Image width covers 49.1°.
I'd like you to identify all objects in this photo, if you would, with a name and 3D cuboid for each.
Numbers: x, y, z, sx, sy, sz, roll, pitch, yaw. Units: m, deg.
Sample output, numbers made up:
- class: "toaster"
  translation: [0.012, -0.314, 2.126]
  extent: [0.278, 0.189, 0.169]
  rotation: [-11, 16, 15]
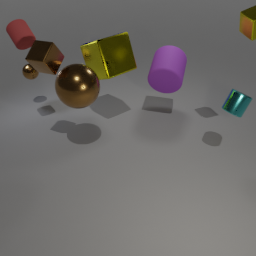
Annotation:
- class: "cylinder"
  translation: [1.621, -2.386, 11.483]
  extent: [1.400, 1.400, 1.400]
  rotation: [9, 57, 13]
- class: "ball"
  translation: [-1.574, -1.307, 8.787]
  extent: [1.400, 1.400, 1.400]
  rotation: [0, 32, 0]
- class: "ball"
  translation: [-4.276, -2.476, 12.300]
  extent: [0.700, 0.700, 0.700]
  rotation: [0, 32, 0]
- class: "cube"
  translation: [-0.743, -2.707, 10.700]
  extent: [1.400, 1.400, 1.400]
  rotation: [-27, 20, -30]
- class: "cube"
  translation: [-2.463, -2.096, 8.353]
  extent: [0.700, 0.700, 0.700]
  rotation: [13, 72, 23]
- class: "cylinder"
  translation: [3.483, -0.799, 8.971]
  extent: [0.700, 0.700, 0.700]
  rotation: [22, 19, -8]
- class: "cylinder"
  translation: [-3.506, -3.061, 9.191]
  extent: [0.700, 0.700, 0.700]
  rotation: [-27, 80, -36]
- class: "cube"
  translation: [3.931, -3.247, 8.593]
  extent: [0.700, 0.700, 0.700]
  rotation: [-23, 49, -1]
